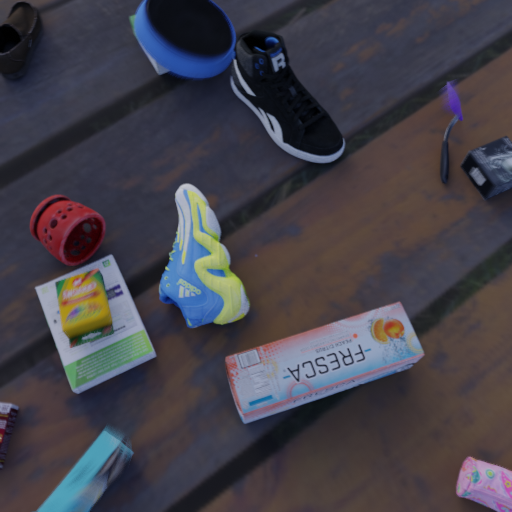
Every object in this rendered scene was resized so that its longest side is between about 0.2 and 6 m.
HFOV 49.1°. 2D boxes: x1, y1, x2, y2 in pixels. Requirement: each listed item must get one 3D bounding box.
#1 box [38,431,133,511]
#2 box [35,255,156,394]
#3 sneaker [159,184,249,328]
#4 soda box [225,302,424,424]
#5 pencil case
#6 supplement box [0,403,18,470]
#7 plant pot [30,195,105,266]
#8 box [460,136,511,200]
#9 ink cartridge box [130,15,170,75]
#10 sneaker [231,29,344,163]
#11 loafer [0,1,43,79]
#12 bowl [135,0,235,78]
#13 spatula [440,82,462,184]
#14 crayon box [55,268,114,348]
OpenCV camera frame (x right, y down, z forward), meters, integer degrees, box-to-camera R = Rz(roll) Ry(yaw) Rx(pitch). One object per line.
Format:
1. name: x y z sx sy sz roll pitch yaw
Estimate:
1. box: -2.527 3.385 8.350 0.357 0.598 1.454 28 68 27
2. box: -2.750 1.131 9.566 1.441 0.363 1.997 -24 67 -10
3. sneaker: -1.189 0.034 9.680 1.399 1.009 2.663 -22 69 -9
4. soda box: 1.037 1.719 8.931 2.982 1.020 0.948 -16 67 -7
5. pencil case: 3.787 3.563 8.340 1.496 0.654 0.654 21 68 10
6. supplement box: -4.188 2.833 8.846 0.536 0.300 0.985 5 68 2
7. plant pot: -3.372 -0.484 9.894 0.958 1.052 1.052 29 70 17
8. box: 4.566 -1.673 10.674 0.866 0.546 0.881 -23 68 -11
9. ink cartridge box: -1.957 -4.642 11.946 0.956 0.576 1.316 -27 67 -11
10. sneaker: 0.537 -3.126 10.694 1.079 1.653 2.955 -41 72 -16
11. loafer: -5.068 -4.725 11.908 0.725 0.709 1.986 0 66 0
12. bowl: -1.416 -4.670 11.596 2.130 0.418 2.130 11 62 -21
13. spatula: 3.822 -2.393 11.058 0.221 0.607 2.148 0 70 43
14. crayon box: -2.803 0.837 9.151 0.759 0.304 1.196 -19 55 -7
